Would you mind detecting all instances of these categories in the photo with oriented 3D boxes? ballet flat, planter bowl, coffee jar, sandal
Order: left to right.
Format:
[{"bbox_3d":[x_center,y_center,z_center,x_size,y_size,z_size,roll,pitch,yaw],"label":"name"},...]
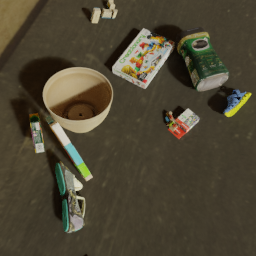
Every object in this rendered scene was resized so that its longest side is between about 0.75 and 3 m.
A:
[{"bbox_3d":[-1.842,2.189,9.150,0.833,0.833,2.316,-13,66,-6],"label":"ballet flat"},{"bbox_3d":[-1.725,-0.778,9.949,2.302,1.549,2.302,3,57,-5],"label":"planter bowl"},{"bbox_3d":[2.884,-2.818,11.224,1.347,1.102,2.583,-15,66,-5],"label":"coffee jar"},{"bbox_3d":[4.043,-0.988,10.699,0.634,0.579,1.456,40,62,19],"label":"sandal"}]

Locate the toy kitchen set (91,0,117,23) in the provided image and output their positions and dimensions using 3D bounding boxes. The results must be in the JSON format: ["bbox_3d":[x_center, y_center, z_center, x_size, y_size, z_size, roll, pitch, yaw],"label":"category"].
[{"bbox_3d":[-1.164,-5.344,12.800,1.131,0.666,0.906,-6,63,-25],"label":"toy kitchen set"}]

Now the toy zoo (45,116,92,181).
[{"bbox_3d":[-1.907,0.602,8.896,0.233,1.496,2.280,-33,94,-15],"label":"toy zoo"}]

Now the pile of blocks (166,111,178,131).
[{"bbox_3d":[1.582,-0.290,10.474,0.346,0.262,0.842,-16,62,-6],"label":"pile of blocks"}]

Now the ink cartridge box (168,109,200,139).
[{"bbox_3d":[2.076,-0.163,10.420,1.099,0.277,0.599,-40,68,-17],"label":"ink cartridge box"}]

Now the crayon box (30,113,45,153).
[{"bbox_3d":[-3.062,0.160,9.430,0.316,1.083,0.935,-9,23,-17],"label":"crayon box"}]

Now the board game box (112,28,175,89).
[{"bbox_3d":[0.677,-2.932,11.647,1.567,0.430,2.482,29,68,14],"label":"board game box"}]
